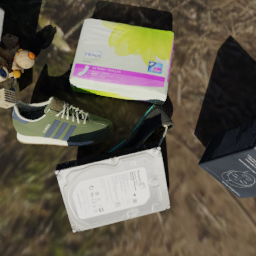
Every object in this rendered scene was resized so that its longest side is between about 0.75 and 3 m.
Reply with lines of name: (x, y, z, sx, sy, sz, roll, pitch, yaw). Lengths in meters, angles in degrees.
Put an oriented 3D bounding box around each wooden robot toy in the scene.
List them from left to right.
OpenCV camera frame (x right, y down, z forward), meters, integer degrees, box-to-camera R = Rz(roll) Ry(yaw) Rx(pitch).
wooden robot toy: (-3.146, -1.825, 7.768, 1.118, 1.086, 2.464, -14, 59, 25)

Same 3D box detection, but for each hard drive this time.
hard drive: (-0.311, 1.421, 6.711, 2.463, 0.466, 1.720, -12, 108, -6)

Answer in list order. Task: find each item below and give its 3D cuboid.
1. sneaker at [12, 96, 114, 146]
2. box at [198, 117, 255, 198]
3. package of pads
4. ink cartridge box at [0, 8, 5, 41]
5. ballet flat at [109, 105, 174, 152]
sneaker: (-1.728, -0.236, 7.268, 2.650, 1.190, 0.888, -1, 37, 3)
box: (2.878, 0.728, 6.450, 1.450, 1.954, 1.046, 39, 63, -7)
package of pads: (-0.136, -1.995, 8.237, 2.788, 0.951, 2.154, 9, 73, 2)
ink cartridge box: (-4.758, -2.225, 7.360, 2.707, 1.140, 1.957, -6, 75, 24)
ballet flat: (0.205, 0.525, 7.329, 0.947, 0.942, 2.770, 42, 75, 11)
